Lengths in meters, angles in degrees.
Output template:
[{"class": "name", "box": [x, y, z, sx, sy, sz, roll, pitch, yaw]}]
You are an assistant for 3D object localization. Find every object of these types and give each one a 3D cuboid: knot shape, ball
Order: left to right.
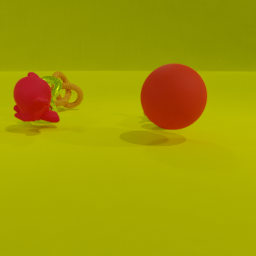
[{"class": "knot shape", "box": [-2.403, -0.813, 8.174, 0.670, 1.449, 1.356, 20, 5, -33]}, {"class": "knot shape", "box": [-2.440, -1.227, 10.069, 1.347, 1.439, 0.665, -41, 9, -28]}, {"class": "ball", "box": [0.955, -0.653, 5.919, 1.392, 1.392, 1.392, 0, 13, 0]}]

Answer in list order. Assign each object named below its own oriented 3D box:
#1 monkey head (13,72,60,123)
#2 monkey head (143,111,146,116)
[{"class": "monkey head", "box": [-2.210, -0.698, 7.027, 1.299, 1.088, 1.805, 16, 23, -33]}, {"class": "monkey head", "box": [0.984, -0.714, 8.267, 1.395, 1.004, 0.841, -12, 6, -15]}]
